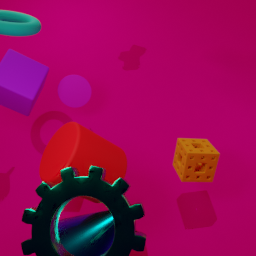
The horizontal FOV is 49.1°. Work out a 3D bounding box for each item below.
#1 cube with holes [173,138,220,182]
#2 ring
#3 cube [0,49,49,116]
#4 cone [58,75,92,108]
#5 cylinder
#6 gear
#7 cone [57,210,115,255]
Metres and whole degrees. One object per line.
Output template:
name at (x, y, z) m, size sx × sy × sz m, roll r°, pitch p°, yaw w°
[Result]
cube with holes at (1.578, 0.749, 6.619) m, size 0.753 × 0.753 × 0.753 m, roll 2°, pitch 23°, yaw -10°
ring at (-2.911, -2.588, 6.877) m, size 1.504 × 0.301 × 1.504 m, roll 9°, pitch 30°, yaw -6°
cube at (-2.352, -0.950, 6.055) m, size 0.893 × 0.893 × 0.893 m, roll 25°, pitch 61°, yaw -15°
cone at (-1.422, -1.095, 7.660) m, size 0.868 × 0.868 × 0.871 m, roll -6°, pitch 21°, yaw -3°
cylinder at (-0.835, 0.666, 5.293) m, size 1.195 × 1.195 × 1.195 m, roll -32°, pitch 41°, yaw 33°
gear at (-0.482, 1.116, 3.126) m, size 1.360 × 0.251 × 1.360 m, roll -1°, pitch 79°, yaw 5°
cone at (-0.408, 1.809, 4.981) m, size 1.421 × 1.416 × 1.416 m, roll -46°, pitch 65°, yaw 17°
